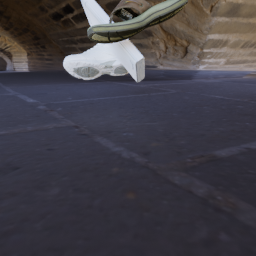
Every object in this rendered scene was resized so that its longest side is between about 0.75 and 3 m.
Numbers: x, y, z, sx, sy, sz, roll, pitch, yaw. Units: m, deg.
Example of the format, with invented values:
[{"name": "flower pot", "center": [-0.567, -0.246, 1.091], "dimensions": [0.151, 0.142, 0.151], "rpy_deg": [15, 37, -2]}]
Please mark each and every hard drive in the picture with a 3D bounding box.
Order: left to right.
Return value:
[{"name": "hard drive", "center": [-0.462, -3.000, 9.601], "dimensions": [0.384, 2.876, 1.897], "rpy_deg": [-39, -10, -3]}]

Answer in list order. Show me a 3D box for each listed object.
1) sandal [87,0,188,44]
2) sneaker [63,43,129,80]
[{"name": "sandal", "center": [0.208, -3.017, 7.429], "dimensions": [2.995, 0.854, 1.189], "rpy_deg": [-30, 9, -19]}, {"name": "sneaker", "center": [-1.174, -2.716, 10.856], "dimensions": [2.793, 1.388, 1.088], "rpy_deg": [-7, -21, -26]}]
